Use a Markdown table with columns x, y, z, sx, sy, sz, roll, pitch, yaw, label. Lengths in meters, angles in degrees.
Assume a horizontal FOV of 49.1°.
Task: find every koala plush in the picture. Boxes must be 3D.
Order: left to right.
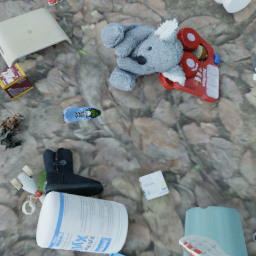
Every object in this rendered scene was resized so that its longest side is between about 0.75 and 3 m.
| x | y | z | sx | sy | sz | roll | pitch | yaw | label |
| --- | --- | --- | --- | --- | --- | --- | --- | --- | --- |
| 0.881 | -2.742 | 10.065 | 2.563 | 2.473 | 2.789 | -26 | 26 | -30 | koala plush |

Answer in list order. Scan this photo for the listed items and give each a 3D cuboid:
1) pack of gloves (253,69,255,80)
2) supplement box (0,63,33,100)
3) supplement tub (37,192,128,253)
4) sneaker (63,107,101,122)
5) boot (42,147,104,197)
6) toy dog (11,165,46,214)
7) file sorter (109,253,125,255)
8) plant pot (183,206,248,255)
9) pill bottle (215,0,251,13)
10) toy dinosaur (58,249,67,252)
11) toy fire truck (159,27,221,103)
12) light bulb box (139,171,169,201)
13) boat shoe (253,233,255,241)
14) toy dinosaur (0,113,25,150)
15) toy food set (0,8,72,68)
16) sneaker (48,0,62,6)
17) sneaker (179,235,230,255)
| x | y | z | sx | sy | sz | roll | pitch | yaw | label |
| --- | --- | --- | --- | --- | --- | --- | --- | --- | --- |
| 5.625 | -2.205 | 11.518 | 0.813 | 0.160 | 0.683 | 16 | 71 | 6 | pack of gloves |
| -4.411 | -1.791 | 10.912 | 0.972 | 0.986 | 0.654 | -35 | 73 | -12 | supplement box |
| -1.376 | 2.857 | 8.427 | 2.381 | 1.571 | 1.571 | 15 | 68 | -21 | supplement tub |
| -1.147 | -0.379 | 7.106 | 1.038 | 0.463 | 0.408 | -10 | 93 | -34 | sneaker |
| -1.911 | 1.481 | 9.726 | 2.033 | 0.777 | 1.708 | 5 | 49 | -23 | boot |
| -3.286 | 2.098 | 9.687 | 1.071 | 0.782 | 1.624 | -24 | 84 | -17 | toy dog |
| 0.242 | 4.779 | 8.225 | 2.191 | 1.344 | 1.520 | 17 | 69 | 7 | file sorter |
| 2.590 | 3.594 | 8.366 | 2.194 | 2.194 | 2.149 | 5 | 62 | 2 | plant pot |
| 4.296 | -6.670 | 12.414 | 1.632 | 1.632 | 2.942 | -18 | 70 | -7 | pill bottle |
| -2.143 | 3.122 | 9.291 | 1.164 | 0.876 | 1.715 | 11 | 50 | -11 | toy dinosaur |
| 2.631 | -2.509 | 11.094 | 2.299 | 1.535 | 2.738 | 16 | 68 | -20 | toy fire truck |
| 0.887 | 2.011 | 9.724 | 0.791 | 0.498 | 0.798 | -17 | 71 | -7 | light bulb box |
| 4.563 | 3.384 | 9.292 | 0.968 | 0.331 | 0.357 | -33 | 73 | -12 | boat shoe |
| -4.540 | 0.186 | 10.409 | 1.727 | 0.882 | 1.172 | -49 | 61 | 3 | toy dinosaur |
| -4.085 | -3.790 | 11.870 | 2.798 | 0.845 | 2.008 | -29 | 71 | -19 | toy food set |
| -3.287 | -5.957 | 12.839 | 0.324 | 0.357 | 0.842 | 42 | 75 | 14 | sneaker |
| 1.840 | 3.063 | 6.080 | 0.775 | 2.010 | 0.823 | -5 | 101 | -29 | sneaker |
